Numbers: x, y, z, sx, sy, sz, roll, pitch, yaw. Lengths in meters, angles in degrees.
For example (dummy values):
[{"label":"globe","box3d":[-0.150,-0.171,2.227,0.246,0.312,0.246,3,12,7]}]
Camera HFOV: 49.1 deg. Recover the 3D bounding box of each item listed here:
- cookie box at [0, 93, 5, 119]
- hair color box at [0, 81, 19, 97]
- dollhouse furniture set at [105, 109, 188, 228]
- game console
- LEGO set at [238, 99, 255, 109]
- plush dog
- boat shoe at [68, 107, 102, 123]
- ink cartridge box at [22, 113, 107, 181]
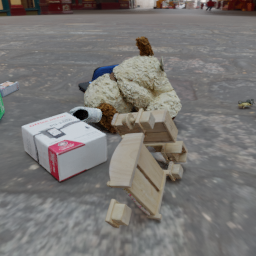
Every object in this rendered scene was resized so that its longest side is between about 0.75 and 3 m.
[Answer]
[{"label":"cookie box","box3d":[-4.653,-0.363,7.948,1.743,0.766,2.038,-4,27,-9]},{"label":"hair color box","box3d":[-4.710,-1.512,10.775,0.496,0.304,1.002,7,27,15]},{"label":"dollhouse furniture set","box3d":[0.126,0.897,5.226,1.168,2.039,2.391,-4,51,31]},{"label":"game console","box3d":[-0.680,-2.060,10.819,2.124,1.257,1.813,-14,31,-28]},{"label":"LEGO set","box3d":[4.417,-0.495,8.704,1.307,0.570,2.013,-3,14,-10]},{"label":"plush dog","box3d":[-0.148,-1.150,8.435,2.508,2.343,2.920,-27,30,0]},{"label":"boat shoe","box3d":[-1.362,-0.381,7.864,1.446,0.504,0.515,1,-3,45]},{"label":"ink cartridge box","box3d":[-1.516,0.349,6.567,1.270,0.729,1.749,-22,34,-37]}]
